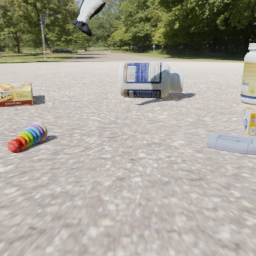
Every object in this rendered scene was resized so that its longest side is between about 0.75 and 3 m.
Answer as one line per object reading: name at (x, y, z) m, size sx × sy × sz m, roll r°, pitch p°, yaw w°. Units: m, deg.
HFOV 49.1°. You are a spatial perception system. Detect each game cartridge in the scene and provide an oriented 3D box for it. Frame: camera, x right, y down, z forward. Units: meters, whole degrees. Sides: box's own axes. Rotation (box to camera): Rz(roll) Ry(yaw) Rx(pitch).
game cartridge at (2.366, 0.344, 6.272) m, size 1.112 × 0.225 × 0.741 m, roll 8°, pitch 14°, yaw 27°

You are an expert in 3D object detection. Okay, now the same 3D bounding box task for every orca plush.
orca plush at (-0.789, -3.864, 8.646) m, size 1.234 × 2.346 × 0.834 m, roll 16°, pitch -7°, yaw 13°

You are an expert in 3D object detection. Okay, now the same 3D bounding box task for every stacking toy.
stacking toy at (-2.302, 0.250, 6.325) m, size 0.453 × 0.453 × 1.062 m, roll 6°, pitch 24°, yaw 20°

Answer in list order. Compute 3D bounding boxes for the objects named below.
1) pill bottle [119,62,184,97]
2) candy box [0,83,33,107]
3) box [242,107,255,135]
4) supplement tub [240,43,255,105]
pill bottle at (1.049, -2.166, 12.570) m, size 2.774 × 1.539 × 1.539 m, roll 2°, pitch 16°, yaw 7°
candy box at (-4.653, -1.410, 11.583) m, size 1.321 × 0.633 × 2.289 m, roll -5°, pitch 17°, yaw -17°
box at (3.271, -0.221, 7.539) m, size 0.202 × 0.579 × 0.973 m, roll 4°, pitch 17°, yaw 13°
supplement tub at (5.423, -2.139, 11.053) m, size 1.676 × 2.321 × 1.676 m, roll 0°, pitch 16°, yaw 0°
